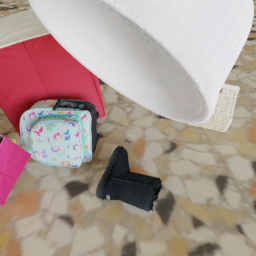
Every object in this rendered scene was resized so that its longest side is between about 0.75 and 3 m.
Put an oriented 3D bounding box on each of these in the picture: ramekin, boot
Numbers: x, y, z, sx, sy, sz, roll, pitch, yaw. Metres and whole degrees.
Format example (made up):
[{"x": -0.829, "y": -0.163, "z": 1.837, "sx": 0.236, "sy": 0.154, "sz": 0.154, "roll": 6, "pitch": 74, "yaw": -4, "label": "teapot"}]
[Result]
[{"x": 0.159, "y": -1.043, "z": 2.845, "sx": 2.098, "sy": 2.098, "sz": 1.023, "roll": 29, "pitch": 82, "yaw": 33, "label": "ramekin"}, {"x": 0.130, "y": 1.033, "z": 5.877, "sx": 1.204, "sy": 0.547, "sz": 1.433, "roll": 10, "pitch": 41, "yaw": 14, "label": "boot"}]

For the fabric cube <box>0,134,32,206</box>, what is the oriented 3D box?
[{"x": -2.849, "y": 0.661, "z": 5.343, "sx": 1.205, "sy": 1.224, "sz": 1.228, "roll": 20, "pitch": 72, "yaw": 10, "label": "fabric cube"}]

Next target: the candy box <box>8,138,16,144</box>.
[{"x": -4.014, "y": 0.583, "z": 6.675, "sx": 2.301, "sy": 0.304, "sz": 1.176, "roll": 5, "pitch": 35, "yaw": 7, "label": "candy box"}]

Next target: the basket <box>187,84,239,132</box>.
[{"x": 2.147, "y": -0.549, "z": 7.296, "sx": 1.144, "sy": 1.155, "sz": 0.929, "roll": 12, "pitch": 76, "yaw": 13, "label": "basket"}]

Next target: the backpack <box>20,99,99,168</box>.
[{"x": -1.582, "y": 0.118, "z": 6.320, "sx": 1.642, "sy": 1.457, "sz": 1.236, "roll": 6, "pitch": 27, "yaw": 7, "label": "backpack"}]

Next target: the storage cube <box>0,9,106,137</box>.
[{"x": -2.153, "y": -1.592, "z": 7.373, "sx": 2.357, "sy": 2.478, "sz": 2.757, "roll": -16, "pitch": 41, "yaw": -1, "label": "storage cube"}]
